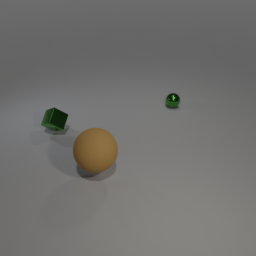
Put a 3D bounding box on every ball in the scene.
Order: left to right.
[{"bbox_3d":[-1.007,0.687,8.728,1.400,1.400,1.400,0,31,0],"label":"ball"},{"bbox_3d":[2.161,-1.330,13.462,0.700,0.700,0.700,0,31,0],"label":"ball"}]

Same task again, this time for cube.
[{"bbox_3d":[-2.956,-0.331,11.308,0.700,0.700,0.700,-9,61,47],"label":"cube"}]
